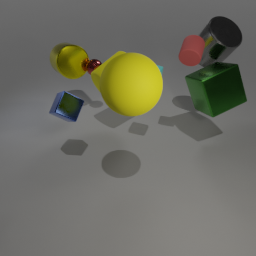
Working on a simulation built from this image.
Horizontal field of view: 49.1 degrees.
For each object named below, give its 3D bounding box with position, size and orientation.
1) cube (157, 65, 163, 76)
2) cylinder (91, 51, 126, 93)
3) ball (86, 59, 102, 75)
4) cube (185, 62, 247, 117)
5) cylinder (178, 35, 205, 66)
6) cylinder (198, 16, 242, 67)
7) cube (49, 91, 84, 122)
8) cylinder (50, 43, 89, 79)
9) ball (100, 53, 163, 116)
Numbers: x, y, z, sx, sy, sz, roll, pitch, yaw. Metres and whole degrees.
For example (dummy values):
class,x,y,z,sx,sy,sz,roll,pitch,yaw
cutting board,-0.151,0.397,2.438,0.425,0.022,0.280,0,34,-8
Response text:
class,x,y,z,sx,sy,sz,roll,pitch,yaw
cube,0.680,-1.616,9.123,0.700,0.700,0.700,18,47,12
cylinder,-0.430,-1.923,10.544,1.400,1.400,1.400,-42,46,-16
ball,-1.378,-2.500,11.601,0.700,0.700,0.700,0,32,0
cube,3.107,-1.413,10.010,1.400,1.400,1.400,-25,20,-5
cylinder,2.018,-2.444,8.855,0.700,0.700,0.700,11,60,18
cylinder,3.314,-3.213,10.627,1.400,1.400,1.400,7,67,-16
cube,-1.859,-0.632,8.465,0.700,0.700,0.700,26,-12,-27
cylinder,-2.535,-2.909,12.055,1.400,1.400,1.400,-15,25,-22
ball,0.070,-0.958,6.245,1.400,1.400,1.400,0,32,0
